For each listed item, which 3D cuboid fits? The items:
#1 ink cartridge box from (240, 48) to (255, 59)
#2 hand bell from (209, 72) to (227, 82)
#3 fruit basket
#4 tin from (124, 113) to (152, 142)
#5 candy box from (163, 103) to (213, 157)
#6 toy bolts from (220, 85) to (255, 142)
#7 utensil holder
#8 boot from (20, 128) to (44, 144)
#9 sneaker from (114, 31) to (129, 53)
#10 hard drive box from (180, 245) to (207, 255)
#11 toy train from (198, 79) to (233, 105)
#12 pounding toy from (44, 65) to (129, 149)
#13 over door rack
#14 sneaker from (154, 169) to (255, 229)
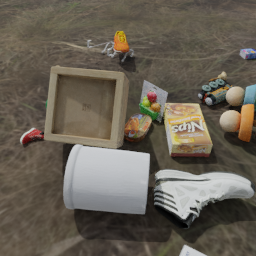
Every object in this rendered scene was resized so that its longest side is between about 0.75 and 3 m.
[{"bbox_3d":[6.441,-3.929,14.792,0.845,0.323,0.576,-7,41,-11],"label":"ink cartridge box"},{"bbox_3d":[4.093,-2.272,12.907,0.795,0.414,0.414,-20,43,-4],"label":"hand bell"},{"bbox_3d":[0.967,-1.019,10.659,0.604,1.290,1.194,-18,41,-42],"label":"fruit basket"},{"bbox_3d":[0.352,-0.017,10.254,0.816,0.305,1.458,13,42,21],"label":"tin"},{"bbox_3d":[2.039,0.013,9.926,1.315,0.630,2.278,0,40,-1],"label":"candy box"},{"bbox_3d":[4.523,-1.122,10.043,2.015,2.776,2.906,9,23,20],"label":"toy bolts"},{"bbox_3d":[-0.491,1.377,7.525,2.037,1.731,1.731,4,41,3],"label":"utensil holder"},{"bbox_3d":[-3.318,0.339,9.835,0.591,0.297,0.819,18,40,18],"label":"boot"},{"bbox_3d":[-0.385,-4.341,14.087,0.775,0.819,2.124,-4,36,-12],"label":"sneaker"},{"bbox_3d":[1.666,3.446,5.957,1.524,0.585,1.188,21,45,23],"label":"hard drive box"},{"bbox_3d":[3.700,-1.468,11.695,1.597,0.681,0.910,-25,56,-26],"label":"toy train"},{"bbox_3d":[-1.482,-0.844,9.206,2.858,2.631,2.032,6,0,6],"label":"pounding toy"},{"bbox_3d":[-0.911,-3.950,14.386,1.547,0.697,2.094,29,28,28],"label":"over door rack"},{"bbox_3d":[2.006,2.022,7.517,2.709,1.022,1.559,1,49,13],"label":"sneaker"}]
